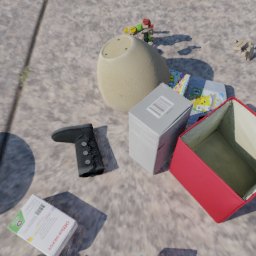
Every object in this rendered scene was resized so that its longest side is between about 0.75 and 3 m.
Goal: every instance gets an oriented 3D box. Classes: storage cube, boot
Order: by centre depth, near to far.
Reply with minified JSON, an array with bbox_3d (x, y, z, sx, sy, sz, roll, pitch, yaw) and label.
[{"bbox_3d":[2.517,0.861,7.254,1.976,2.078,2.312,-34,64,-18],"label":"storage cube"},{"bbox_3d":[-1.502,0.725,8.279,1.332,0.530,1.616,-15,65,-6],"label":"boot"}]

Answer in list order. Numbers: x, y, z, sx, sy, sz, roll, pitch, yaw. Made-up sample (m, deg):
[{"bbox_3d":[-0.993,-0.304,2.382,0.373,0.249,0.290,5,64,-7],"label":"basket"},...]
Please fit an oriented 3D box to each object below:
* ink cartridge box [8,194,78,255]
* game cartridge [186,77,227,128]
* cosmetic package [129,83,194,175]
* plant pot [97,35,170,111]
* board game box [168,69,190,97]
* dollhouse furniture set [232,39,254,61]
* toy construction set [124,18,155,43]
[{"bbox_3d":[-2.127,2.505,7.141,1.387,0.583,1.005,27,63,15],"label":"ink cartridge box"},{"bbox_3d":[2.542,-0.789,9.234,1.331,0.404,1.996,15,61,4],"label":"game cartridge"},{"bbox_3d":[0.781,0.131,7.491,1.101,2.442,1.304,38,69,23],"label":"cosmetic package"},{"bbox_3d":[-0.043,-1.924,8.729,2.346,1.575,2.346,-15,49,18],"label":"plant pot"},{"bbox_3d":[1.093,-1.431,9.318,1.648,0.849,0.864,19,61,11],"label":"board game box"},{"bbox_3d":[4.249,-2.926,10.619,0.780,0.446,0.914,-39,43,-21],"label":"dollhouse furniture set"},{"bbox_3d":[0.198,-3.256,10.267,1.417,1.538,1.844,-2,38,12],"label":"toy construction set"}]
